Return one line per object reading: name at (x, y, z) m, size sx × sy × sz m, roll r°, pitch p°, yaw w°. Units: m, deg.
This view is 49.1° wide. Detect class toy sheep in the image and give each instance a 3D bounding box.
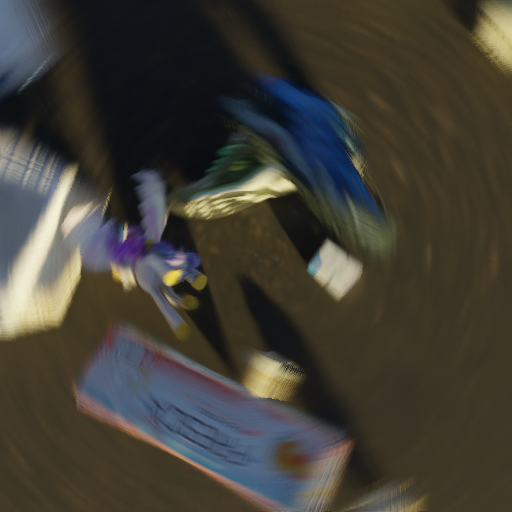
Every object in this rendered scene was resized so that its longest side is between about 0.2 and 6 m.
toy sheep at (2.310, 4.579, 10.314) m, size 1.000 × 0.690 × 0.690 m, roll -4°, pitch 87°, yaw 21°

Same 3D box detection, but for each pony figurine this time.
pony figurine at (-1.914, 0.015, 9.490) m, size 1.951 × 2.261 × 2.343 m, roll -32°, pitch 47°, yaw -33°

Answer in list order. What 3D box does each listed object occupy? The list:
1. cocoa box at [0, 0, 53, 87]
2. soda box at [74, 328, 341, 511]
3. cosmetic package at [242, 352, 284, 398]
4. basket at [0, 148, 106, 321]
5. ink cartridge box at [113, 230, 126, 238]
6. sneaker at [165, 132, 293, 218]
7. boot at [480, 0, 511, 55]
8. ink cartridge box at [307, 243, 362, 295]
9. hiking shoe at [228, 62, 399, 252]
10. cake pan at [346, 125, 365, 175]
cocoa box at (-4.709, -4.181, 10.484) m, size 1.031 × 1.014 × 1.546 m, roll -25°, pitch 88°, yaw -1°
soda box at (-0.736, 2.574, 8.917) m, size 4.003 × 1.369 × 1.273 m, roll 26°, pitch 83°, yaw 9°
cosmetic package at (0.033, 2.339, 10.220) m, size 0.385 × 0.570 × 1.084 m, roll 32°, pitch 110°, yaw 20°
basket at (-4.342, -0.439, 9.676) m, size 2.472 × 2.006 × 2.495 m, roll 24°, pitch 87°, yaw 10°
ink cartridge box at (-2.906, -0.283, 10.667) m, size 0.710 × 0.299 × 0.518 m, roll 15°, pitch 88°, yaw 4°
sneaker at (-0.344, -1.628, 10.491) m, size 2.928 × 1.126 × 1.297 m, roll -19°, pitch 74°, yaw -6°
boot at (5.379, -3.891, 10.501) m, size 2.081 × 0.970 × 2.691 m, roll -7°, pitch 82°, yaw -1°
ink cartridge box at (1.483, 0.246, 10.626) m, size 0.832 × 0.348 × 0.603 m, roll 40°, pitch 88°, yaw 2°
hiking shoe at (1.076, -1.613, 8.663) m, size 1.521 × 1.305 × 3.508 m, roll -42°, pitch 72°, yaw 0°
cake pan at (1.263, -2.054, 10.227) m, size 1.761 × 0.323 × 1.761 m, roll 15°, pitch 49°, yaw -19°
